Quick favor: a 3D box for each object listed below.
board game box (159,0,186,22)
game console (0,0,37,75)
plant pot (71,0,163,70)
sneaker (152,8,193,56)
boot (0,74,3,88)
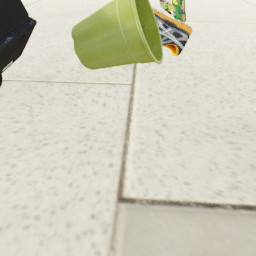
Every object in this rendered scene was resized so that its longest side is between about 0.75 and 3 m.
[{"bbox_3d":[1.447,-4.858,9.633,0.299,2.549,1.335,-40,65,-3],"label":"board game box"},{"bbox_3d":[-2.955,-2.163,6.170,1.150,1.738,1.977,33,34,-15],"label":"game console"},{"bbox_3d":[-0.315,-2.260,6.947,1.863,1.962,1.962,-14,30,22],"label":"plant pot"},{"bbox_3d":[0.835,-3.103,8.908,2.637,1.018,1.032,14,8,-19],"label":"sneaker"},{"bbox_3d":[-3.692,-1.947,6.324,0.753,1.669,2.036,-24,74,-10],"label":"boot"}]
